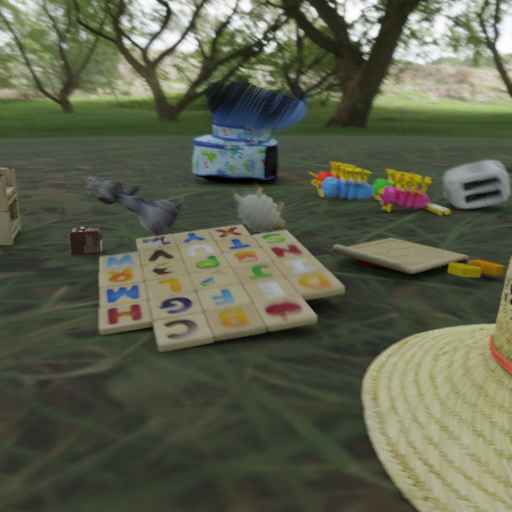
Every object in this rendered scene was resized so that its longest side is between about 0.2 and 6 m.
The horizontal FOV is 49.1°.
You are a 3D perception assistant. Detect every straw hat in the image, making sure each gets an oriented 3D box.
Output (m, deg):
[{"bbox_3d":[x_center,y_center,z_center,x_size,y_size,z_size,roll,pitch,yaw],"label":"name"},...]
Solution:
[{"bbox_3d":[2.975,0.541,4.367,4.566,1.932,4.566,1,15,0],"label":"straw hat"}]

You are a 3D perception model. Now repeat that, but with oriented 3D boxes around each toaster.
[{"bbox_3d":[5.759,-1.812,14.419,1.837,1.044,1.187,-10,16,19],"label":"toaster"}]

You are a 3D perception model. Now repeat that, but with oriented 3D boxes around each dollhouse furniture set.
[{"bbox_3d":[-5.799,-0.965,10.948,1.955,1.370,1.378,-4,16,-15],"label":"dollhouse furniture set"}]

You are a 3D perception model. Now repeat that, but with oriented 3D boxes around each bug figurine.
[{"bbox_3d":[2.946,-1.819,14.857,3.062,1.016,3.949,7,11,3],"label":"bug figurine"}]

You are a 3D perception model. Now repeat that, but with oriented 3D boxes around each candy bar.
[{"bbox_3d":[4.394,-1.239,14.278,0.384,0.170,1.539,-8,17,-14],"label":"candy bar"}]

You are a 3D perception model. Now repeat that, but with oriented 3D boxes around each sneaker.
[{"bbox_3d":[-0.068,-2.997,10.924,2.041,0.795,0.716,7,56,25],"label":"sneaker"}]

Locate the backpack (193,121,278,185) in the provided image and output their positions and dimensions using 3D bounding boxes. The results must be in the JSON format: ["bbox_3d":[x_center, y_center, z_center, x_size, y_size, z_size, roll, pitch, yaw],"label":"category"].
[{"bbox_3d":[-0.707,-3.690,19.521,2.935,2.157,2.686,1,15,4],"label":"backpack"}]

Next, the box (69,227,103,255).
[{"bbox_3d":[-3.095,-0.276,10.213,0.529,0.434,0.439,-3,15,-10],"label":"box"}]

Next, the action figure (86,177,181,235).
[{"bbox_3d":[-2.008,-0.885,8.806,1.517,0.526,0.987,26,14,7],"label":"action figure"}]

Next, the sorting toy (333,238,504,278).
[{"bbox_3d":[2.639,0.104,9.173,1.736,0.312,2.331,-6,16,-37],"label":"sorting toy"}]

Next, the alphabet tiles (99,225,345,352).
[{"bbox_3d":[-0.651,0.243,7.973,3.097,0.118,3.722,-8,22,-13],"label":"alphabet tiles"}]

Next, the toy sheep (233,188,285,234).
[{"bbox_3d":[0.057,-0.905,11.482,1.222,0.842,0.842,34,18,0],"label":"toy sheep"}]
